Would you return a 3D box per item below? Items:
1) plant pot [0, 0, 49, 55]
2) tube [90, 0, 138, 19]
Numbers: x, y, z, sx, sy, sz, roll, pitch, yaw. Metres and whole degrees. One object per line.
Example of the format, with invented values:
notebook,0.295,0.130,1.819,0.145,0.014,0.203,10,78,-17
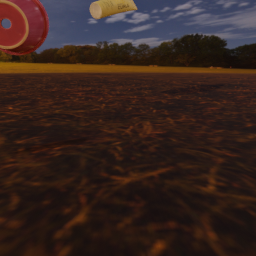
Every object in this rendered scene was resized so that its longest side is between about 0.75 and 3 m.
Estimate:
plant pot,-3.324,-2.982,8.016,1.908,1.908,1.708,-2,23,-7
tube,-0.244,-2.327,5.278,0.292,0.327,1.126,26,42,27
